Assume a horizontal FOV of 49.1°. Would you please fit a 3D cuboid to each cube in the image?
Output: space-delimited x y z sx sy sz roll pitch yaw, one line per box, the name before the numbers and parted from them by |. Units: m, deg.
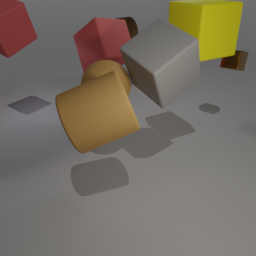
cube | 2.078 -2.774 7.819 1.400 1.400 1.400 -15 32 -25
cube | -4.338 -3.580 9.794 1.400 1.400 1.400 29 61 26
cube | -0.828 -2.860 9.825 1.400 1.400 1.400 -16 0 -43
cube | 4.002 -2.566 10.562 0.700 0.700 0.700 22 20 38
cube | 0.875 -1.666 7.275 1.400 1.400 1.400 -39 56 -9

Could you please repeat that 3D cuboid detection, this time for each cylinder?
cylinder | -0.442 -4.347 12.999 1.400 1.400 1.400 6 28 31
cylinder | -0.635 -0.342 6.105 1.400 1.400 1.400 -23 31 1

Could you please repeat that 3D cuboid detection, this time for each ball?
ball | -0.617 -1.189 7.852 1.400 1.400 1.400 0 29 0
